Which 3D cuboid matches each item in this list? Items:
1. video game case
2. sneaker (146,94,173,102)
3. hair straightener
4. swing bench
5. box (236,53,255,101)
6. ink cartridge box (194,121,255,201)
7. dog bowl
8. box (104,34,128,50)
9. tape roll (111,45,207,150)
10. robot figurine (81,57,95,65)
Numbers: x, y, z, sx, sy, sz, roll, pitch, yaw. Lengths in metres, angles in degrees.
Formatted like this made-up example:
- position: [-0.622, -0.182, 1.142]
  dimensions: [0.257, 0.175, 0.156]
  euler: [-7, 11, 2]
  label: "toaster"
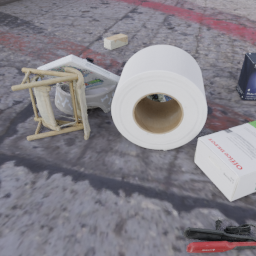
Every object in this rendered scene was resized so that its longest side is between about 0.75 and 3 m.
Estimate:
- position: [-1.874, -2.000, 10.713]
  dimensions: [2.306, 0.300, 2.533]
  euler: [17, -12, -41]
  label: "video game case"
- position: [0.996, -1.646, 11.957]
  dimensions: [1.157, 1.046, 2.716]
  euler: [-8, 42, -29]
  label: "sneaker"
- position: [2.406, 2.474, 6.679]
  dimensions: [2.221, 0.455, 0.855]
  euler: [-2, 37, -3]
  label: "hair straightener"
- position: [-2.459, -0.828, 9.657]
  dimensions: [2.217, 2.205, 1.438]
  euler: [-2, 37, -2]
  label: "swing bench"
- position: [5.751, -2.141, 11.782]
  dimensions: [1.785, 1.770, 1.100]
  euler: [0, 36, 2]
  label: "box"
- position: [3.517, 0.865, 8.337]
  dimensions: [2.488, 1.049, 1.818]
  euler: [-14, 39, -19]
  label: "ink cartridge box"
- position: [-1.708, -1.601, 11.863]
  dimensions: [2.841, 0.833, 2.841]
  euler: [0, 36, 0]
  label: "dog bowl"
- position: [-0.732, -5.235, 16.967]
  dimensions: [0.669, 0.548, 1.409]
  euler: [30, 45, 34]
  label: "box"
- position: [1.046, -0.999, 9.275]
  dimensions: [2.940, 2.940, 2.019]
  euler: [5, 37, 6]
  label: "tape roll"
- position: [-2.116, -3.008, 13.813]
  dimensions: [1.187, 0.741, 0.892]
  euler: [26, 37, 30]
  label: "robot figurine"
